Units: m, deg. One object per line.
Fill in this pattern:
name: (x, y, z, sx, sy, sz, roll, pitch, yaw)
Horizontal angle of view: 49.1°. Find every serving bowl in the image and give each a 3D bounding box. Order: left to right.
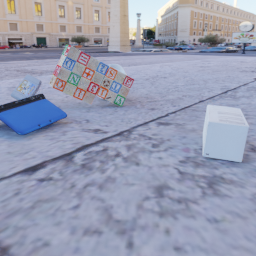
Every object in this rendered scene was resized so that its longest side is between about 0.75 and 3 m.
serving bowl: (-0.630, -1.739, 10.986, 1.481, 1.481, 0.487, 11, -11, 31)

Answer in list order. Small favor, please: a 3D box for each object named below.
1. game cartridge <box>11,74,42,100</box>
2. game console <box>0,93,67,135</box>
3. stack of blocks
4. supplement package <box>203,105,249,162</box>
game cartridge: (-3.289, -1.272, 9.143, 0.633, 0.197, 0.950, 26, 71, 17)
game console: (-2.831, -0.228, 7.586, 1.471, 1.019, 1.723, -28, 2, 35)
stack of blocks: (-1.183, -1.554, 9.403, 2.461, 1.417, 0.721, 22, 8, -29)
supplement package: (2.036, 0.067, 6.004, 0.760, 0.789, 1.387, 8, 20, 13)
